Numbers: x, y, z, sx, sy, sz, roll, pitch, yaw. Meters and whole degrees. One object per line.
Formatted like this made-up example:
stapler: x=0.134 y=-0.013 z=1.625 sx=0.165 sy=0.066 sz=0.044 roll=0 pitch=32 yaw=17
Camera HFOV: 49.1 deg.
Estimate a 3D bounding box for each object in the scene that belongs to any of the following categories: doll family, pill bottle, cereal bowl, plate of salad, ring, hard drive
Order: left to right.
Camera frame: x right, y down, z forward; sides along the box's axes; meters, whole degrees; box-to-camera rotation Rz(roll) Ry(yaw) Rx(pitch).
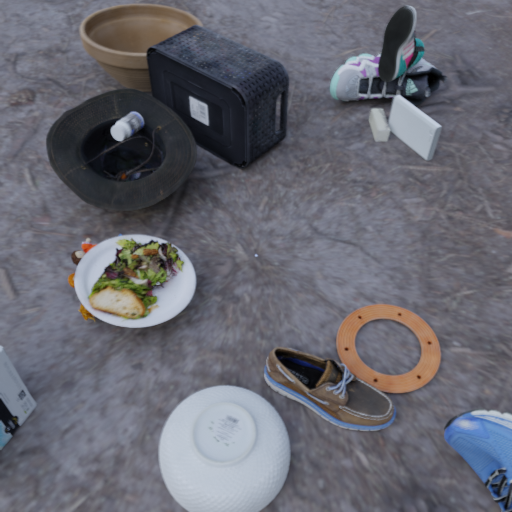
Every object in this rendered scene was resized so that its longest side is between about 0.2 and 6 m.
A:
doll family: x=-2.773 y=0.619 z=10.445 sx=1.238 sy=0.899 sz=1.994 roll=-22 pitch=65 yaw=-32
pill bottle: x=-2.775 y=-2.776 z=12.055 sx=0.405 sy=0.405 sz=0.712 roll=20 pitch=44 yaw=17
plate of salad: x=-2.126 y=0.330 z=9.949 sx=2.122 sy=0.510 sz=2.122 roll=6 pitch=48 yaw=-7
cereal bowl: x=-0.490 y=2.824 z=8.421 sx=2.026 sy=0.844 sz=2.026 roll=0 pitch=50 yaw=1
ring: x=2.321 y=1.624 z=9.904 sx=1.810 sy=0.174 sz=1.810 roll=0 pitch=50 yaw=0
hard drive: x=3.760 y=-3.072 z=13.433 sx=0.192 sy=0.963 sz=1.461 roll=-24 pitch=53 yaw=-20

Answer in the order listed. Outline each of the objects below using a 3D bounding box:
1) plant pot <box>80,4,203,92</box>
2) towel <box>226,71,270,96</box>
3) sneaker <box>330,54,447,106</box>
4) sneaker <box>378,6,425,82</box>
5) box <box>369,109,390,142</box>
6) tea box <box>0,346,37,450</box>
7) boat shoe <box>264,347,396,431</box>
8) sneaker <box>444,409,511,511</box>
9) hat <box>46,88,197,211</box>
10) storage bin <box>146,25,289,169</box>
plant pot: x=-3.013 y=-5.461 z=15.078 sx=3.191 sy=1.473 sz=3.191 roll=3 pitch=44 yaw=-3
towel: x=-0.202 y=-4.718 z=15.423 sx=1.518 sy=0.181 sz=1.099 roll=18 pitch=49 yaw=13
sneaker: x=3.551 y=-4.415 z=14.318 sx=2.965 sy=1.153 sz=2.074 roll=-24 pitch=44 yaw=-18
sneaker: x=3.640 y=-5.172 z=13.475 sx=1.107 sy=1.833 sz=0.767 roll=-33 pitch=61 yaw=-31
box: x=3.074 y=-3.275 z=14.006 sx=0.311 sy=0.374 sz=0.910 roll=-1 pitch=51 yaw=-4
tea box: x=-4.487 y=2.264 z=8.253 sx=1.202 sy=1.799 sz=1.770 roll=21 pitch=52 yaw=17
boat shoe: x=1.167 y=2.119 z=9.027 sx=2.247 sy=0.813 sz=0.812 roll=17 pitch=52 yaw=14
sneaker: x=3.854 y=3.477 z=7.576 sx=1.445 sy=1.273 sz=3.240 roll=-30 pitch=56 yaw=-27
hat: x=-2.861 y=-2.089 z=12.382 sx=3.245 sy=1.309 sz=3.245 roll=1 pitch=63 yaw=-2
storage bin: x=-0.926 y=-3.781 z=13.264 sx=3.181 sy=2.150 sz=1.491 roll=34 pitch=57 yaw=26
